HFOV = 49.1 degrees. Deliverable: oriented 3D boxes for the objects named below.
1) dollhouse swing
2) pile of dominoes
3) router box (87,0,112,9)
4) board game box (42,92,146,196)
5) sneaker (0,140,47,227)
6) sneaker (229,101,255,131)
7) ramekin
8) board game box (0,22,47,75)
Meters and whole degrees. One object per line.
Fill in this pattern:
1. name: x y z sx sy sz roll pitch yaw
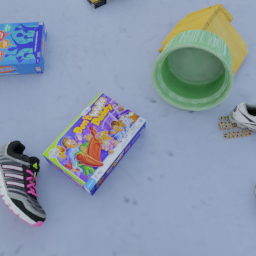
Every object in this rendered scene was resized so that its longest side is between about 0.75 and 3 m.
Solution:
1. dollhouse swing: 2.932 -3.040 10.723 2.172 2.101 2.390 6 53 51
2. pile of dominoes: 3.610 -0.088 9.340 1.109 0.177 0.864 -6 63 -3
3. router box: -1.254 -5.626 12.150 0.903 0.236 0.710 -32 67 -15
4. board game box: -0.987 0.408 8.829 1.877 0.625 2.792 33 67 16
5. sneaker: -2.997 1.437 8.048 1.257 1.060 2.873 -37 64 -11
6. sneaker: 4.493 -0.269 8.959 2.213 0.979 0.820 14 61 0
7. ramekin: 2.103 -1.874 8.996 2.507 2.507 1.224 17 51 9
8. board game box: -4.574 -2.997 10.578 2.782 0.626 2.115 -4 63 -2
